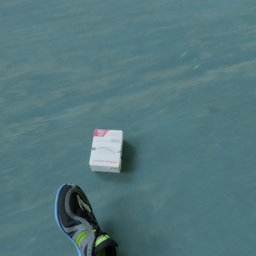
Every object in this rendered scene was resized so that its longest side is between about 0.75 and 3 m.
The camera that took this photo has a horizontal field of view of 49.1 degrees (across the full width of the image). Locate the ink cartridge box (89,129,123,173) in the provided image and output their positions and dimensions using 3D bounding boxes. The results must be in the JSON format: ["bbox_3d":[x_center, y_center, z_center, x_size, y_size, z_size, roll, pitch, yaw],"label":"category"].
[{"bbox_3d":[-0.485,0.536,6.546,0.678,0.395,0.937,3,58,2],"label":"ink cartridge box"}]

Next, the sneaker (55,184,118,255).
[{"bbox_3d":[-0.629,1.973,5.074,0.767,0.896,2.162,-9,67,-48],"label":"sneaker"}]
